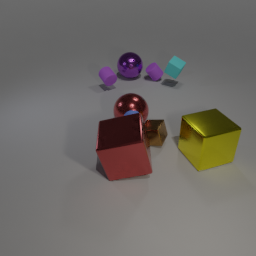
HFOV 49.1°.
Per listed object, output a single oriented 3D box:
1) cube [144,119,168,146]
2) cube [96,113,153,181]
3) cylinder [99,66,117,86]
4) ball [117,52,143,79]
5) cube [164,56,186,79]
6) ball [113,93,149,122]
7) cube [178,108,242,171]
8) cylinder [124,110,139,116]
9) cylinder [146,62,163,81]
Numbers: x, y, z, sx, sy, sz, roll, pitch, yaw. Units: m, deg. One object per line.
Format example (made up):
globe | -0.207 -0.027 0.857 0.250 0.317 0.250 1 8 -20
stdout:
cube | 0.962 0.163 10.220 0.700 0.700 0.700 0 35 29
cube | -0.092 0.582 8.740 1.400 1.400 1.400 -12 38 9
cylinder | -0.998 -2.560 13.853 0.700 0.700 0.700 -18 55 -26
ball | 0.110 -3.388 15.153 1.400 1.400 1.400 0 33 0
cube | 2.338 -3.018 13.942 0.700 0.700 0.700 34 51 7
ball | 0.121 -0.677 11.067 1.400 1.400 1.400 0 33 0
cube | 2.684 0.362 9.440 1.400 1.400 1.400 -12 36 -17
cylinder | 0.169 -0.197 9.946 0.700 0.700 0.700 0 22 -1
cylinder | 1.419 -3.020 15.005 0.700 0.700 0.700 -31 34 24
